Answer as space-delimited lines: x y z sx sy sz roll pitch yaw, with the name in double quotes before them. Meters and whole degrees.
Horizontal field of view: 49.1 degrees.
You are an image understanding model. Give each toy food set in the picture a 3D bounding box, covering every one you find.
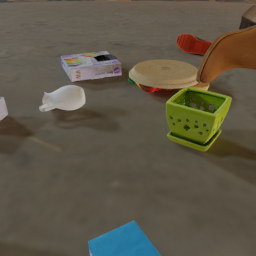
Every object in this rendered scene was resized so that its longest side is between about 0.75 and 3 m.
"toy food set" 1.419 -1.944 10.562 2.799 0.681 2.771 -10 32 -16

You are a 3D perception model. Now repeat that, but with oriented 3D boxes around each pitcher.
"pitcher" -2.019 -0.833 8.622 1.270 0.770 1.089 -7 31 5

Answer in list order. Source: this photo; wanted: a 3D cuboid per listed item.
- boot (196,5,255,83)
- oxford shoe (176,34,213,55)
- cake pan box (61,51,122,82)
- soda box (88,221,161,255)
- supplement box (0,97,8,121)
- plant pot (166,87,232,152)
"boot" 2.584 -1.365 5.689 2.081 0.798 1.616 -44 66 -3
"oxford shoe" 3.606 -4.235 14.535 0.911 0.894 2.513 -5 32 -45
"cake pan box" -1.563 -2.675 11.943 2.247 0.588 2.069 -10 34 -17
"soda box" 0.335 2.246 3.287 0.780 0.738 2.301 -16 34 -25
"supplement box" -4.735 -0.474 8.091 2.040 0.621 1.110 3 30 8
"plant pot" 1.742 -0.205 7.093 1.278 1.160 1.272 19 34 29
